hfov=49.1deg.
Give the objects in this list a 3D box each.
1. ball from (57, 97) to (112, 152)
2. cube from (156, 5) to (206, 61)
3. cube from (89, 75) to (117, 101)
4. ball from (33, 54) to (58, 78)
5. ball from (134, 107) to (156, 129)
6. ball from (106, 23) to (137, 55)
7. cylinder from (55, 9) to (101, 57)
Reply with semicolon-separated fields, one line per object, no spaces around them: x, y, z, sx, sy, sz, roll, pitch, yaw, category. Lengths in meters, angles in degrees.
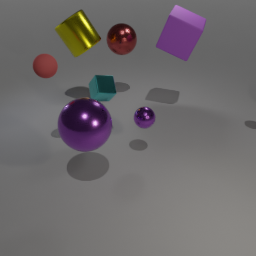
-1.105;-0.085;7.245;1.400;1.400;1.400;0;29;0;ball
2.136;-3.818;11.261;1.400;1.400;1.400;26;42;1;cube
-0.901;-1.380;9.810;0.700;0.700;0.700;-3;-17;-28;cube
-2.398;-1.796;8.122;0.700;0.700;0.700;0;29;0;ball
0.527;-0.329;8.895;0.700;0.700;0.700;0;29;0;ball
-0.285;-4.055;12.830;1.400;1.400;1.400;0;29;0;ball
-2.062;-3.901;11.617;1.400;1.400;1.400;-30;22;14;cylinder
